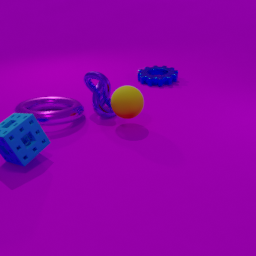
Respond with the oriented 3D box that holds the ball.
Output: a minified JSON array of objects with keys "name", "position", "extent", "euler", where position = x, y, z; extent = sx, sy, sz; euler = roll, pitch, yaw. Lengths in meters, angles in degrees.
[{"name":"ball","position":[-0.019,-0.724,7.929],"extent":[0.939,0.939,0.939],"euler":[0,28,0]}]

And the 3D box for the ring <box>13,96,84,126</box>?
[{"name":"ring","position":[-2.364,-0.545,8.487],"extent":[2.068,0.414,2.068],"euler":[1,21,-1]}]

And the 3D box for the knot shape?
[{"name":"knot shape","position":[-0.888,-1.140,8.774],"extent":[0.707,1.433,1.531],"euler":[-21,40,-7]}]

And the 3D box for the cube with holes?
[{"name":"cube with holes","position":[-2.493,0.241,6.401],"extent":[0.830,0.830,0.830],"euler":[4,40,40]}]

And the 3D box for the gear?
[{"name":"gear","position":[1.256,-2.227,11.849],"extent":[1.686,0.312,1.686],"euler":[-3,31,2]}]
